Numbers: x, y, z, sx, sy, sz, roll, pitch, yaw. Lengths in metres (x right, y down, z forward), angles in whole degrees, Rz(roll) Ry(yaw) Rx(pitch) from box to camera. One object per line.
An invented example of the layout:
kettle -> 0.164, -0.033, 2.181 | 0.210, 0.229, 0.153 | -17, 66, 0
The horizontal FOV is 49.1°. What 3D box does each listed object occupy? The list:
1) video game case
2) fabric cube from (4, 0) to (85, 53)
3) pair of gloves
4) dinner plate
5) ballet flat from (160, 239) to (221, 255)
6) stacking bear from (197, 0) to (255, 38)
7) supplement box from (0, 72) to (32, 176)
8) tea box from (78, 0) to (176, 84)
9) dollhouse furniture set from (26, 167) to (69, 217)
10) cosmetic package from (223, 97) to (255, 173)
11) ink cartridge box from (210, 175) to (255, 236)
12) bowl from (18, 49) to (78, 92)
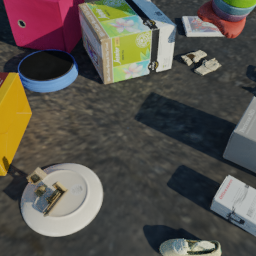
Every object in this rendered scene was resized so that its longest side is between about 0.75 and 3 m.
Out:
video game case -> 3.106, -4.208, 11.540 | 1.586, 0.182, 1.445 | 0, 48, 0
fabric cube -> -2.888, -4.177, 10.276 | 2.058, 2.026, 2.065 | 13, 48, 9
pair of gloves -> 2.566, -2.330, 9.787 | 1.029, 0.212, 1.210 | -24, 53, -21
dinner plate -> -1.479, 1.490, 6.271 | 1.827, 0.221, 1.827 | 1, 47, -1
ballet flat -> 1.207, 2.296, 5.392 | 1.175, 0.408, 0.408 | 1, 47, 2
stacking bear -> 2.841, -3.612, 6.991 | 1.320, 2.174, 1.237 | 41, 66, 13
supplement box -> -3.948, -0.175, 6.921 | 2.217, 1.472, 2.186 | 3, 47, 3
tea box -> -0.113, -3.075, 9.457 | 2.472, 1.679, 2.513 | -18, 50, -14
dollhouse furniture set -> -1.831, 1.341, 5.763 | 0.783, 0.745, 0.638 | 45, 50, -11
cosmetic package -> 3.827, 0.518, 6.503 | 2.716, 1.225, 1.451 | 27, 56, 19
ink cartridge box -> 2.419, 1.626, 5.964 | 1.065, 0.444, 0.774 | 29, 54, 24
bowl -> -2.674, -1.973, 9.335 | 1.987, 0.390, 1.987 | 0, 47, 0
